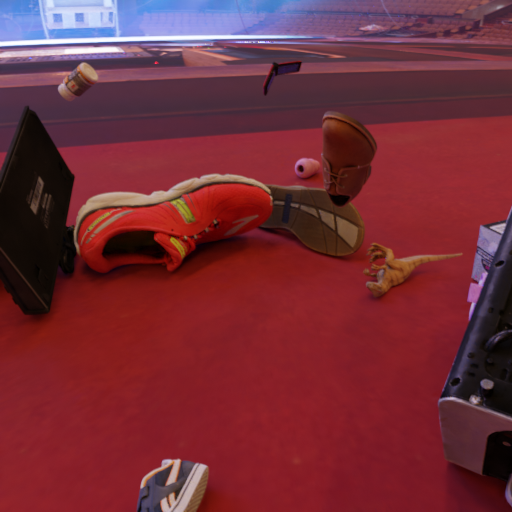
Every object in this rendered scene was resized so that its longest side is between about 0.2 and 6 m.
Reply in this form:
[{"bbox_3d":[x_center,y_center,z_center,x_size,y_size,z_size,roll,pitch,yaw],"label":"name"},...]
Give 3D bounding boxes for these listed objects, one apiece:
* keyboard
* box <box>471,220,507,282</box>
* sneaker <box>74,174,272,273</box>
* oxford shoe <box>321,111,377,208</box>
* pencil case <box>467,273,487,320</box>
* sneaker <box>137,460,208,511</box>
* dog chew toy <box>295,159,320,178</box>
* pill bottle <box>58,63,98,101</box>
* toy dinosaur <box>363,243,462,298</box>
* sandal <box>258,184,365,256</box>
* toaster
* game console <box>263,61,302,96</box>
[{"bbox_3d":[-3.732,-0.696,9.579,0.504,2.357,3.925,-17,41,5],"label":"keyboard"},{"bbox_3d":[4.549,0.210,8.850,1.220,1.059,1.846,-13,28,-21],"label":"box"},{"bbox_3d":[-1.364,-0.400,10.145,3.671,1.414,1.559,-13,43,-11],"label":"sneaker"},{"bbox_3d":[1.147,-1.179,7.320,0.688,1.929,0.688,24,77,22],"label":"oxford shoe"},{"bbox_3d":[4.134,0.891,7.445,2.516,1.056,1.076,8,-9,22],"label":"pencil case"},{"bbox_3d":[-0.885,2.398,5.158,0.529,0.523,1.332,11,17,10],"label":"sneaker"},{"bbox_3d":[1.356,-2.270,14.396,0.500,0.500,0.803,19,24,33],"label":"dog chew toy"},{"bbox_3d":[-3.383,-3.279,10.616,0.714,0.416,0.416,-31,19,21],"label":"pill bottle"},{"bbox_3d":[2.448,0.201,9.613,1.931,0.583,1.026,-27,56,-28],"label":"toy dinosaur"},{"bbox_3d":[0.984,-0.803,11.059,2.879,1.157,0.778,19,11,41],"label":"sandal"},{"bbox_3d":[3.826,0.907,5.357,3.327,2.183,3.679,16,56,27],"label":"toaster"},{"bbox_3d":[0.575,-3.996,12.635,0.588,0.853,0.990,24,5,-1],"label":"game console"}]
